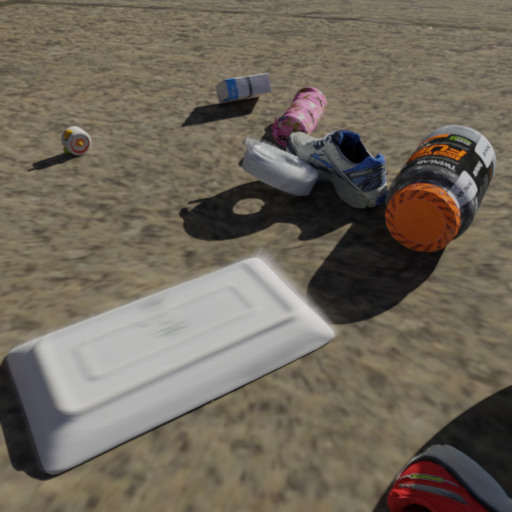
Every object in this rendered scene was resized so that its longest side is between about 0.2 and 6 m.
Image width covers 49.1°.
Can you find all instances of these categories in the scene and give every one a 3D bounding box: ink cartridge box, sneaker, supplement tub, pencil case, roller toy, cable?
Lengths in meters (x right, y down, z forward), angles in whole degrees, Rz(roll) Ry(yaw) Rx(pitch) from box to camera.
[{"bbox_3d":[-0.301,-3.879,12.965,1.082,0.464,0.792,-14,11,-19],"label":"ink cartridge box"},{"bbox_3d":[1.479,-1.879,10.191,0.964,1.065,2.501,-25,44,-28],"label":"sneaker"},{"bbox_3d":[2.928,-1.079,8.943,1.357,1.357,2.215,19,41,22],"label":"supplement tub"},{"bbox_3d":[0.930,-2.944,11.826,0.766,0.733,1.771,43,42,-10],"label":"pencil case"},{"bbox_3d":[2.107,2.675,4.763,0.982,0.891,2.313,-32,39,-23],"label":"sneaker"},{"bbox_3d":[-3.570,-2.282,11.129,0.509,0.558,0.390,-21,42,-34],"label":"roller toy"},{"bbox_3d":[0.412,-1.515,9.845,1.357,0.470,1.357,14,23,-26],"label":"cable"}]

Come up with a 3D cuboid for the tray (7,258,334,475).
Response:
[{"bbox_3d":[-1.057,1.022,7.068,3.754,0.416,2.016,-21,41,-24],"label":"tray"}]
